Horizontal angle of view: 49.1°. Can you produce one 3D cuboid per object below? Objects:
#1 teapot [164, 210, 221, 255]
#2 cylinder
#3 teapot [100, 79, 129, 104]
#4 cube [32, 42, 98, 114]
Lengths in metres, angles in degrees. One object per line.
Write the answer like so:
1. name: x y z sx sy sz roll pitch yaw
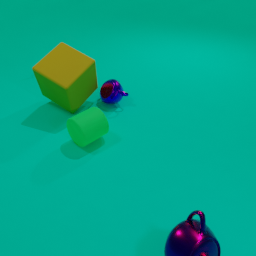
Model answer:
1. teapot: 0.946 1.779 3.932 0.819 1.317 0.645 -2 7 -29
2. cylinder: -0.964 -0.032 6.723 0.742 0.742 0.742 -31 45 -33
3. teapot: -0.473 -1.055 8.371 1.222 0.760 0.599 11 -7 42
4. cube: -1.693 -1.384 7.823 1.196 1.196 1.196 31 64 15
